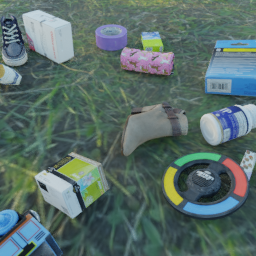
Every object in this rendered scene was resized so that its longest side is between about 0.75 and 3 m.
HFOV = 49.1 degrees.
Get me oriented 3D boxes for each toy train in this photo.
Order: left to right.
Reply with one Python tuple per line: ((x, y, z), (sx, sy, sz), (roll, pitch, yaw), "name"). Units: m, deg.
((-2.412, 2.519, 4.946), (1.368, 1.038, 2.394), (22, 49, 36), "toy train")

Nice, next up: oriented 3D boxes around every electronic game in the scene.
((1.811, 1.298, 6.698), (2.021, 0.421, 2.021), (-9, 36, 7), "electronic game")

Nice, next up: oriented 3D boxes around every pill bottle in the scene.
((2.945, -0.147, 7.977), (1.527, 0.914, 0.914), (-17, 46, -14), "pill bottle")

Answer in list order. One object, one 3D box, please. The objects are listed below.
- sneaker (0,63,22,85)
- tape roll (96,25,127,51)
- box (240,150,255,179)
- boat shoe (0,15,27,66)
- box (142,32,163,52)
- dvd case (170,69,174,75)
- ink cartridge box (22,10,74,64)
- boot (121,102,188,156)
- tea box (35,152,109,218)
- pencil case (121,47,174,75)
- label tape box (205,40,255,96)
((-4.599, -1.914, 10.119), (2.121, 0.935, 0.798), (27, 93, 45), "sneaker")
((-0.738, -4.059, 12.531), (1.400, 0.595, 1.400), (0, 42, 0), "tape roll")
((2.921, 1.216, 7.105), (0.313, 0.335, 1.617), (22, 47, 23), "box")
((-4.883, -3.706, 11.669), (1.004, 1.247, 2.689), (-16, 45, -16), "boat shoe")
((1.060, -3.841, 12.489), (0.827, 0.323, 1.356), (-3, 43, -3), "box")
((1.439, -2.403, 11.142), (0.685, 0.074, 0.922), (1, 43, 2), "dvd case")
((-3.255, -3.763, 11.537), (2.066, 1.514, 0.855), (30, 48, 27), "ink cartridge box")
((0.838, 0.008, 7.992), (1.708, 0.821, 2.337), (5, 40, 10), "boot")
((-1.273, 1.254, 6.434), (1.152, 0.770, 1.133), (14, 38, 43), "tea box")
((0.715, -2.561, 10.692), (2.057, 0.852, 0.890), (10, 25, 15), "pencil case")
((3.898, -2.219, 10.109), (1.778, 0.781, 2.466), (7, 47, 24), "label tape box")
